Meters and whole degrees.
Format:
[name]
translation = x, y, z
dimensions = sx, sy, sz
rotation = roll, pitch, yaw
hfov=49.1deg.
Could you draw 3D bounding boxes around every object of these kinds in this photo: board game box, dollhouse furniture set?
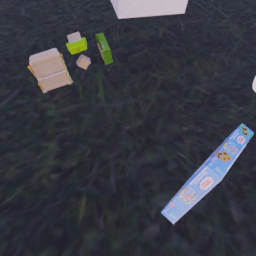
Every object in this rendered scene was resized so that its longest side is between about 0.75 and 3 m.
[board game box]
translation = 0.981, 0.519, 3.376
dimensions = 0.225, 0.930, 1.229
rotation = 43, 41, 16
[dollhouse furniture set]
translation = -1.203, -1.466, 5.859
dimensions = 1.662, 0.831, 0.642
rotation = -20, 49, -3

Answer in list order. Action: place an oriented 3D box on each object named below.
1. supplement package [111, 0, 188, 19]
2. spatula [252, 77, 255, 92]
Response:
[supplement package]
translation = 0.662, -4.797, 7.764
dimensions = 2.207, 2.833, 1.571
rotation = -10, 56, -13
[spatula]
translation = 3.291, -0.994, 4.506
dimensions = 2.936, 2.041, 0.236
rotation = 19, 17, -37
